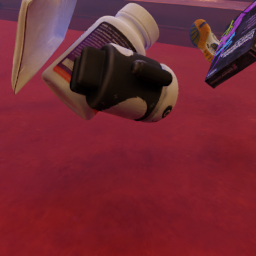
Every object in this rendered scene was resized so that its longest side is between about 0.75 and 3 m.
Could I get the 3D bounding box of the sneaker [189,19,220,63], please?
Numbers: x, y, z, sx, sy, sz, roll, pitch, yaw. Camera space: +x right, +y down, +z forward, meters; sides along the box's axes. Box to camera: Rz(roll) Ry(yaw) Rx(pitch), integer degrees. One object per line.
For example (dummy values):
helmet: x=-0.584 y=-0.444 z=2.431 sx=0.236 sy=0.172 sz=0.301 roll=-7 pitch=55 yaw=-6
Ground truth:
sneaker: x=2.796 y=-2.844 z=9.643 sx=0.881 sy=0.752 sz=1.998 roll=12 pitch=51 yaw=-46

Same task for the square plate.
square plate: x=-1.560 y=-1.997 z=5.332 sx=0.312 sy=2.173 sz=2.193 roll=30 pitch=50 yaw=-8

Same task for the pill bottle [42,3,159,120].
pill bottle: x=-0.527 y=-1.549 z=6.344 sx=2.597 sy=1.447 sz=1.447 roll=-47 pitch=50 yaw=-11

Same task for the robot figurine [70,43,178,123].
robot figurine: x=-0.026 y=-0.739 z=4.920 sx=1.886 sy=1.177 sz=1.417 roll=14 pitch=23 yaw=-26

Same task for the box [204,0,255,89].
box: x=2.718 y=-2.123 z=6.720 sx=0.392 sy=1.552 sz=2.171 roll=31 pitch=63 yaw=-11
